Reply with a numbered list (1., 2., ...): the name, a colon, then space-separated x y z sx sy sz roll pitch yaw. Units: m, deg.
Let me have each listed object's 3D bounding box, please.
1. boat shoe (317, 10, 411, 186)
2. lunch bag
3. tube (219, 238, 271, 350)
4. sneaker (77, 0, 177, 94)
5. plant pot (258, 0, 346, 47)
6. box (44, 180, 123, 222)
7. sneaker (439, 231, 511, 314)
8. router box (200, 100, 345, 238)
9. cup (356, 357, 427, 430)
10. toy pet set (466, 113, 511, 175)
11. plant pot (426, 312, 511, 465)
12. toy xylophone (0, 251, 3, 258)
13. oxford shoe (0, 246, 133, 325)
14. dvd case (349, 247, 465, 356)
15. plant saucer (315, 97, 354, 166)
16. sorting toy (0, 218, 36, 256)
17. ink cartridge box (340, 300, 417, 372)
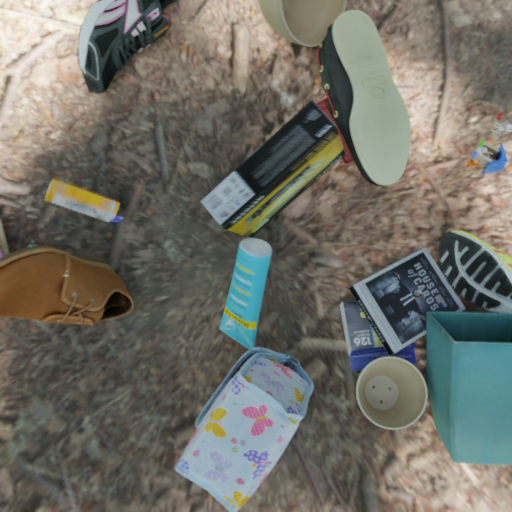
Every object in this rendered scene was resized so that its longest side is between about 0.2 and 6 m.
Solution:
1. boat shoe: 2.009 -2.855 10.587 1.211 1.037 3.310 -12 83 -18
2. lunch bag: -0.097 2.409 8.360 1.323 2.081 1.764 35 101 9
3. tube: -0.172 0.643 9.093 0.753 1.945 0.490 34 39 30
4. sneaker: -2.428 -4.532 10.967 1.313 1.222 3.041 18 78 3
5. plant pot: 0.725 -5.089 10.989 1.207 1.798 1.798 25 74 43
6. box: -3.011 -0.935 9.919 1.340 0.798 0.278 18 78 -23
7. sneaker: 4.464 0.426 9.913 2.681 1.048 1.211 41 46 15
8. router box: 0.368 -1.334 9.402 2.345 1.844 0.612 -41 79 9
9. cup: 2.187 2.307 9.434 1.152 0.824 1.152 0 76 -1
10. toy pet set: 4.403 -1.894 10.397 0.576 1.012 1.084 33 78 17
11. plant pot: 3.577 2.142 8.982 1.506 1.505 2.131 2 101 1
12. toy xylophone: -5.648 0.364 9.665 2.633 0.662 1.928 -38 83 -7
13. oxford shoe: -2.963 0.586 8.595 1.127 3.162 1.128 38 104 19
14. dvd case: 2.676 0.761 9.856 1.799 0.222 1.352 -25 77 -24
15. plant saucer: 2.004 -2.598 10.954 1.443 0.265 1.441 -26 77 -7
16. sorting toy: -5.035 0.105 10.195 2.818 0.415 2.083 -17 76 -4
17. ink cartridge box: 2.191 1.354 9.946 1.214 0.289 1.229 -7 73 -5
